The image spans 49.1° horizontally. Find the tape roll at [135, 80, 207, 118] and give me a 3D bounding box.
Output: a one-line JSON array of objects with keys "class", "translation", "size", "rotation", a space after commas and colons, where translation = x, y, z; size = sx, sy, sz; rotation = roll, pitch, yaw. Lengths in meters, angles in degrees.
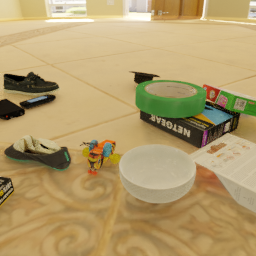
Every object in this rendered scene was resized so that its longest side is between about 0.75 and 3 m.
[{"class": "tape roll", "translation": [1.474, -1.089, 9.810], "size": [2.446, 0.588, 2.446], "rotation": [2, 25, -1]}]

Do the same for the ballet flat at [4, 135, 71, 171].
[{"class": "ballet flat", "translation": [-2.633, 0.595, 8.041], "size": [2.237, 0.817, 0.817], "rotation": [11, 29, 20]}]

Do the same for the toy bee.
[{"class": "toy bee", "translation": [-0.885, 0.790, 7.764], "size": [1.112, 0.923, 1.699], "rotation": [13, 5, 39]}]

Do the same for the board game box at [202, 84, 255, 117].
[{"class": "board game box", "translation": [4.070, -0.977, 10.289], "size": [1.979, 0.521, 2.586], "rotation": [13, 15, -11]}]

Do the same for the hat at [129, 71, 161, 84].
[{"class": "hat", "translation": [0.782, -2.406, 13.872], "size": [1.604, 0.647, 1.604], "rotation": [8, 12, -2]}]

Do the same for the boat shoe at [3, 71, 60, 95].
[{"class": "boat shoe", "translation": [-4.532, -2.135, 12.948], "size": [2.916, 0.967, 1.090], "rotation": [7, 27, 21]}]

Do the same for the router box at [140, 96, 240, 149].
[{"class": "router box", "translation": [2.146, -0.432, 10.038], "size": [2.131, 0.730, 2.858], "rotation": [-22, 35, -36]}]

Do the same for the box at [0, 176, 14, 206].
[{"class": "box", "translation": [-3.853, 1.602, 6.446], "size": [1.825, 0.450, 1.458], "rotation": [6, 30, 12]}]

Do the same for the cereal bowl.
[{"class": "cereal bowl", "translation": [0.696, 1.188, 6.869], "size": [1.867, 0.778, 1.867], "rotation": [1, 27, 0]}]

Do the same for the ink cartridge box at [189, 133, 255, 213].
[{"class": "ink cartridge box", "translation": [3.152, 1.124, 7.260], "size": [2.118, 0.659, 2.632], "rotation": [-21, 30, -35]}]

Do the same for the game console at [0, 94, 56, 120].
[{"class": "game console", "translation": [-4.343, -1.019, 11.639], "size": [1.578, 0.322, 2.675], "rotation": [24, 36, 38]}]
